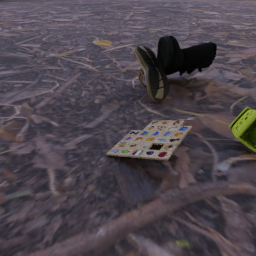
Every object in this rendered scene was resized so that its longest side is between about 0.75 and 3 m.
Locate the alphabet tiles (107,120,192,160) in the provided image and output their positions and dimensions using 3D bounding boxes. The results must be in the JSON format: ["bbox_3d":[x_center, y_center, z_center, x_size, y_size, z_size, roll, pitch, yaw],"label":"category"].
[{"bbox_3d":[0.648,0.242,7.242,1.665,0.075,1.992,1,26,34],"label":"alphabet tiles"}]

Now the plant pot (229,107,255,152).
[{"bbox_3d":[3.152,-0.003,7.136,0.832,0.836,0.759,33,17,-17],"label":"plant pot"}]

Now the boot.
[{"bbox_3d":[2.316,-2.864,10.875,2.263,1.022,2.762,-13,-12,-2],"label":"boot"}]

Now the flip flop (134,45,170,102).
[{"bbox_3d":[0.746,-1.953,10.257,1.029,0.731,2.538,3,55,-37],"label":"flip flop"}]
